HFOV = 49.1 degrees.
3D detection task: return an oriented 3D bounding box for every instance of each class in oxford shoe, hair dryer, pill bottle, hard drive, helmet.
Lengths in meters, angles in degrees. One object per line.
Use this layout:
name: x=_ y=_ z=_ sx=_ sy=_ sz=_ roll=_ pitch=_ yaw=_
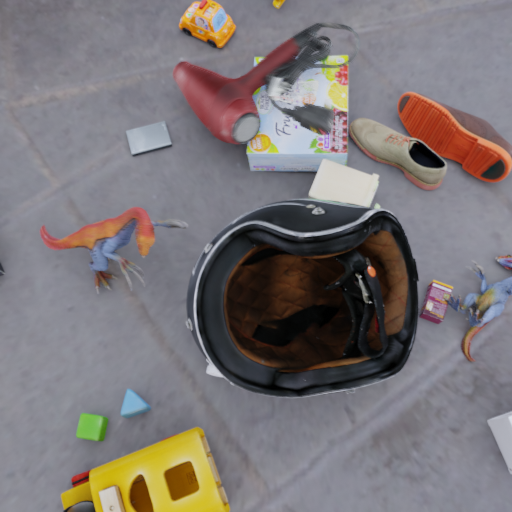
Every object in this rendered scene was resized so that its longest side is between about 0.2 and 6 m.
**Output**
oxford shoe: x=2.823 y=-2.187 z=11.025 sx=2.162 sy=0.808 sz=0.762 roll=34 pitch=73 yaw=12
oxford shoe: x=4.006 y=-2.482 z=11.230 sx=2.584 sy=0.920 sz=0.937 roll=40 pitch=53 yaw=11
hair dryer: x=0.030 y=-3.277 z=10.819 sx=3.635 sy=0.987 sz=2.769 roll=7 pitch=57 yaw=16
pill bottle: x=-0.621 y=1.702 z=9.774 sx=0.454 sy=0.454 sz=0.759 roll=11 pitch=70 yaw=4
hard drive: x=-2.191 y=-2.397 z=11.465 sx=0.832 sy=0.137 sz=0.581 roll=-16 pitch=70 yaw=-6
helmet: x=0.618 y=0.619 z=8.711 sx=3.137 sy=3.290 sz=3.290 roll=-7 pitch=66 yaw=34

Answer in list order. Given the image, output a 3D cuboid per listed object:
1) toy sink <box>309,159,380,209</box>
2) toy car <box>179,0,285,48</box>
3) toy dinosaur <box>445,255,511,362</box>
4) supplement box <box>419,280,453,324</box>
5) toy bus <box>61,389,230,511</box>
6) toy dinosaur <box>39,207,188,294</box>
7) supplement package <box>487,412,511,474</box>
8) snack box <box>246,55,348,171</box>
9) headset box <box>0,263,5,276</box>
toy sink: x=1.800 y=-1.126 z=10.464 sx=1.461 sy=0.952 sz=0.818 roll=22 pitch=84 yaw=10
toy car: x=-0.505 y=-5.646 z=12.302 sx=2.506 sy=0.834 sz=1.229 roll=-41 pitch=75 yaw=-13
toy dinosaur: x=4.249 y=0.697 z=10.190 sx=1.687 sy=1.859 sz=0.976 roll=-17 pitch=32 yaw=-30
supplement box: x=3.267 y=0.842 z=10.178 sx=0.380 sy=0.295 sz=0.690 roll=21 pitch=71 yaw=8
toy bus: x=-1.904 y=3.721 z=8.433 sx=2.867 sy=1.570 sz=3.038 roll=21 pitch=71 yaw=8
toy dinosaur: x=-2.502 y=-0.206 z=9.449 sx=2.541 sy=2.306 sz=1.334 roll=13 pitch=61 yaw=-13
supplement package: x=4.869 y=2.835 z=9.098 sx=1.691 sy=0.926 sz=0.962 roll=-17 pitch=71 yaw=-6
snack box: x=0.859 y=-2.852 z=11.230 sx=1.943 sy=0.780 sz=2.305 roll=2 pitch=68 yaw=7
headset box: x=-5.996 y=-0.183 z=10.048 sx=2.307 sy=1.070 sz=2.008 roll=-29 pitch=78 yaw=-9
